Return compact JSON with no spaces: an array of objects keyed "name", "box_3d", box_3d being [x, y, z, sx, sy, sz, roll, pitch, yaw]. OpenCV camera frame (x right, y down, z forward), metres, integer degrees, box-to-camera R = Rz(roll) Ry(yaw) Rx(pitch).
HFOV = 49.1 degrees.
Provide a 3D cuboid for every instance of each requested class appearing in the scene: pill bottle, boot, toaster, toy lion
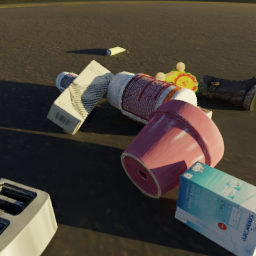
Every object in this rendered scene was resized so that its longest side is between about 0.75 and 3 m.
[{"name":"pill bottle","box_3d":[-2.230,-1.701,11.583,1.003,1.003,1.732,-22,37,-33]},{"name":"boot","box_3d":[4.303,-1.863,11.837,2.609,1.037,2.996,21,39,31]},{"name":"toaster","box_3d":[-2.373,1.970,5.232,1.829,1.085,1.653,12,33,19]},{"name":"pill bottle","box_3d":[0.726,-0.927,9.621,2.855,1.630,1.630,27,40,37]},{"name":"toy lion","box_3d":[1.970,-1.752,11.100,1.466,1.405,0.503,-27,-1,-7]}]

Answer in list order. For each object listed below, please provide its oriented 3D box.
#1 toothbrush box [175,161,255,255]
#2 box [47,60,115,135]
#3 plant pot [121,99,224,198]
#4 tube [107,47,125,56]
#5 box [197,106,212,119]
[{"name":"toothbrush box","box_3d":[1.897,1.628,5.651,1.712,1.253,0.730,24,38,33]},{"name":"box","box_3d":[-1.557,-1.134,9.787,1.123,0.934,2.733,34,48,-7]},{"name":"plant pot","box_3d":[0.930,0.612,6.882,1.857,2.075,2.075,-37,44,-25]},{"name":"tube","box_3d":[-0.771,-4.916,17.772,0.393,0.440,1.515,-26,8,38]},{"name":"box","box_3d":[2.101,-0.624,10.438,0.956,0.302,1.737,-25,39,-36]}]
